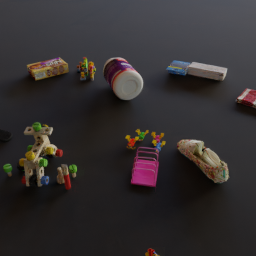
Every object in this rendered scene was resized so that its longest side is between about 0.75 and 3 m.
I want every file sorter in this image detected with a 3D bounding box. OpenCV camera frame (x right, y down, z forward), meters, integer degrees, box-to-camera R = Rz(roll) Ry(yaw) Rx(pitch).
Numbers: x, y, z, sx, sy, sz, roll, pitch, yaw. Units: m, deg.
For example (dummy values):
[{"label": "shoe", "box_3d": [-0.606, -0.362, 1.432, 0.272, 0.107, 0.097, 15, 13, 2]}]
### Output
[{"label": "file sorter", "box_3d": [0.508, 1.082, 8.054, 0.688, 0.621, 0.990, 6, 36, 9]}]

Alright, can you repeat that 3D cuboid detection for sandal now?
[{"label": "sandal", "box_3d": [-4.783, 0.177, 9.637, 1.664, 0.375, 0.625, 21, 44, 4]}]

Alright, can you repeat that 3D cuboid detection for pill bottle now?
[{"label": "pill bottle", "box_3d": [-0.312, -2.242, 12.167, 1.276, 1.276, 2.269, -12, 37, -16]}]

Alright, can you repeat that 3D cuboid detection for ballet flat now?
[{"label": "ballet flat", "box_3d": [2.261, 0.795, 8.426, 0.787, 0.665, 2.080, -20, 39, -23]}]

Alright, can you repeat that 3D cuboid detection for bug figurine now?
[{"label": "bug figurine", "box_3d": [0.626, 0.434, 9.221, 1.316, 0.339, 1.020, 9, 30, 20]}]

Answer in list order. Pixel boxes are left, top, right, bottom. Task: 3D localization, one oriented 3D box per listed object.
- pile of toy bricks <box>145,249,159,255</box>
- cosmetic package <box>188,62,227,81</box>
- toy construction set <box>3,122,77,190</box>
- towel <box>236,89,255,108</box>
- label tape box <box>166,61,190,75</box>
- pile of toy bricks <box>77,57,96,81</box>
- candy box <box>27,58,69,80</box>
[{"label": "pile of toy bricks", "box_3d": [0.439, 3.112, 5.293, 0.683, 0.767, 1.383, -23, 50, 16]}, {"label": "cosmetic package", "box_3d": [3.850, -2.756, 13.621, 1.717, 0.435, 0.709, 17, 39, 23]}, {"label": "toy construction set", "box_3d": [-2.330, 0.733, 7.810, 1.921, 1.476, 1.602, 22, 41, 26]}, {"label": "towel", "box_3d": [5.590, -1.129, 11.535, 1.868, 0.212, 1.346, 24, 41, 30]}, {"label": "label tape box", "box_3d": [2.485, -2.913, 13.890, 0.869, 0.401, 1.214, 15, 40, 21]}, {"label": "pile of toy bricks", "box_3d": [-2.057, -3.017, 13.654, 0.927, 0.825, 1.671, -3, 35, -4]}, {"label": "candy box", "box_3d": [-3.940, -2.931, 13.830, 1.731, 0.489, 1.010, -22, 42, -26]}]
